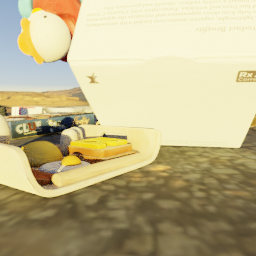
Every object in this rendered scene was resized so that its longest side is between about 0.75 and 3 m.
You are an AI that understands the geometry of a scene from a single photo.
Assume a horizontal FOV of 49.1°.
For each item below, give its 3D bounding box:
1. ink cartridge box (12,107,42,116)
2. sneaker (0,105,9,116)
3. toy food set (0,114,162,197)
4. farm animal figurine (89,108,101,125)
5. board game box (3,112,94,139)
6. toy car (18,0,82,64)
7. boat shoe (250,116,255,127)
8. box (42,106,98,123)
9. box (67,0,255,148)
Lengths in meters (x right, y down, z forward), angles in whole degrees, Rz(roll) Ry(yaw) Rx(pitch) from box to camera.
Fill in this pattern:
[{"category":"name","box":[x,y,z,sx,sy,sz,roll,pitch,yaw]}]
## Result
[{"category":"ink cartridge box","box":[-4.411,-0.625,12.513,1.151,0.661,1.584,-4,6,-35]},{"category":"sneaker","box":[-4.310,-0.428,9.837,0.550,0.771,1.554,-1,4,6]},{"category":"toy food set","box":[-0.863,0.155,3.645,1.734,0.730,2.417,4,6,35]},{"category":"farm animal figurine","box":[-0.678,-0.626,9.169,0.852,1.369,1.695,9,4,8]},{"category":"board game box","box":[-2.478,-0.142,7.838,1.742,0.445,2.571,4,9,40]},{"category":"toy car","box":[-1.435,-1.873,5.153,1.672,1.604,1.814,-6,24,22]},{"category":"boat shoe","box":[3.607,-0.206,9.165,1.414,0.510,0.459,-2,-6,-29]},{"category":"box","box":[-1.861,-0.576,11.916,2.191,0.669,2.766,3,6,33]},{"category":"box","box":[0.732,-0.936,4.683,2.565,1.685,2.578,1,-27,11]}]
